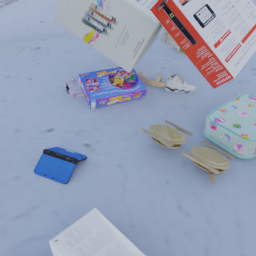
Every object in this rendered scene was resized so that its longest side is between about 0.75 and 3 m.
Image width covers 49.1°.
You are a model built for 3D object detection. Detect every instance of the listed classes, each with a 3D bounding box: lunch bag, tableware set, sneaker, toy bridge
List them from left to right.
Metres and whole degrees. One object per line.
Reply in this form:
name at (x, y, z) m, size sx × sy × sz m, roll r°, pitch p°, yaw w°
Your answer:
toy bridge at (1.148, -1.783, 10.553) m, size 1.831 × 0.249 × 0.616 m, roll 10°, pitch 38°, yaw 13°
sneaker at (1.888, -1.605, 10.001) m, size 1.087 × 0.625 × 0.408 m, roll 3°, pitch 37°, yaw 4°
tableware set at (1.487, 0.572, 7.203) m, size 2.239 × 0.449 × 1.480 m, roll 30°, pitch 26°, yaw 26°
lunch bag at (3.278, -0.122, 7.869) m, size 2.130 × 0.821 × 1.708 m, roll -26°, pitch 41°, yaw -30°

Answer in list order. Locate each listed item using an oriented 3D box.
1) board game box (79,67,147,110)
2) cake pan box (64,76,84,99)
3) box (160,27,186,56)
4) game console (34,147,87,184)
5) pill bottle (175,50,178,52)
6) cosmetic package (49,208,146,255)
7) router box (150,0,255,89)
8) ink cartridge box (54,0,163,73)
board game box at (-0.544, -1.441, 9.641) m, size 1.992 × 0.446 × 1.340 m, roll -13°, pitch 54°, yaw -18°
cake pan box at (-1.674, -1.533, 10.174) m, size 1.146 × 0.300 × 1.056 m, roll -15°, pitch 40°, yaw -19°
box at (1.836, -2.903, 7.421) m, size 1.348 × 1.566 × 1.573 m, roll 32°, pitch 87°, yaw 6°
game console at (-1.687, 0.916, 7.093) m, size 1.014 × 0.600 × 0.866 m, roll 15°, pitch 8°, yaw 18°
pill bottle at (3.167, -4.332, 13.122) m, size 2.074 × 1.240 × 1.240 m, roll -19°, pitch 41°, yaw -23°
cosmetic package at (-0.124, 2.500, 4.518) m, size 1.043 × 0.640 × 2.526 m, roll -27°, pitch 45°, yaw -36°
router box at (1.384, -1.698, 4.399) m, size 1.530 × 0.416 × 1.705 m, roll 50°, pitch 57°, yaw -7°
ink cartridge box at (-0.332, -3.736, 8.585) m, size 2.979 × 2.154 × 2.164 m, roll 35°, pitch 53°, yaw -3°
